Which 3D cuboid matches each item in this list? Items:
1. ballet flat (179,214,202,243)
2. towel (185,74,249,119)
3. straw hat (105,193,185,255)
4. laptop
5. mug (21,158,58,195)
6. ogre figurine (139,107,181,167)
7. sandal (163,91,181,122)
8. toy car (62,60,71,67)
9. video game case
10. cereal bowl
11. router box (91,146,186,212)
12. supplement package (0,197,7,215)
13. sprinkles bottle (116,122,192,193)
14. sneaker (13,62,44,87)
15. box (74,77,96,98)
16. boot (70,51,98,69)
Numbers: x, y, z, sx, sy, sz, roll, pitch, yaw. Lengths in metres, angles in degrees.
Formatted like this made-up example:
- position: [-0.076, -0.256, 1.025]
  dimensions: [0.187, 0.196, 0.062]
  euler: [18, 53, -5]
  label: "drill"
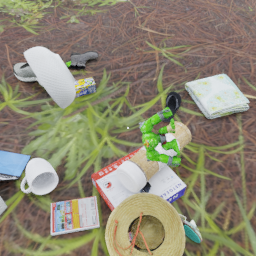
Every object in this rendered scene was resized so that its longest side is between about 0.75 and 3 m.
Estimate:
- position: [1.680, 2.861, 8.351]
  dimensions: [1.309, 0.452, 0.466]
  euler: [27, 39, 25]
  label: "ballet flat"
- position: [3.858, -1.433, 12.196]
  dimensions: [1.973, 0.555, 2.305]
  euler: [-13, 48, -12]
  label: "towel"
- position: [0.577, 2.895, 7.806]
  dimensions: [2.286, 0.968, 2.286]
  euler: [-6, 76, 24]
  label: "straw hat"
- position: [-4.401, 1.231, 9.539]
  dimensions: [1.433, 1.530, 0.887]
  euler: [8, 83, 8]
  label: "laptop"
- position: [-3.020, 1.613, 9.224]
  dimensions: [1.225, 0.905, 1.074]
  euler: [-43, 43, -5]
  label: "mug"
- position: [0.815, 0.310, 7.217]
  dimensions: [0.893, 1.490, 0.731]
  euler: [-12, 26, 5]
  label: "ogre figurine"
- position: [1.871, -0.976, 11.884]
  dimensions: [0.682, 0.384, 1.794]
  euler: [13, 49, 11]
  label: "sandal"
- position: [-3.071, -3.061, 13.760]
  dimensions: [0.234, 1.049, 0.987]
  euler: [-24, 9, 32]
  label: "toy car"
- position: [-1.649, 2.694, 8.673]
  dimensions: [1.436, 0.125, 1.027]
  euler: [-7, 48, -7]
  label: "video game case"
- position: [-2.003, -1.471, 7.727]
  dimensions: [0.757, 1.817, 1.817]
  euler: [-34, 53, -4]
  label: "cereal bowl"
- position: [0.336, 1.846, 9.149]
  dimensions: [2.323, 0.567, 2.085]
  euler: [-27, 53, -23]
  label: "router box"
- position: [-4.858, 2.187, 8.498]
  dimensions: [1.823, 1.069, 1.066]
  euler: [20, 51, 18]
  label: "supplement package"
- position: [0.901, 0.859, 9.026]
  dimensions: [0.947, 0.947, 2.776]
  euler: [35, 56, 28]
  label: "sprinkles bottle"
- position: [-4.279, -2.728, 12.852]
  dimensions: [2.952, 1.170, 1.091]
  euler: [17, 49, 33]
  label: "sneaker"
- position: [-2.277, -1.743, 12.497]
  dimensions: [1.635, 0.526, 0.573]
  euler: [-16, 50, -15]
  label: "box"
- position: [-2.181, -3.348, 14.098]
  dimensions: [1.462, 0.510, 0.962]
  euler: [-8, 56, -3]
  label: "boot"
